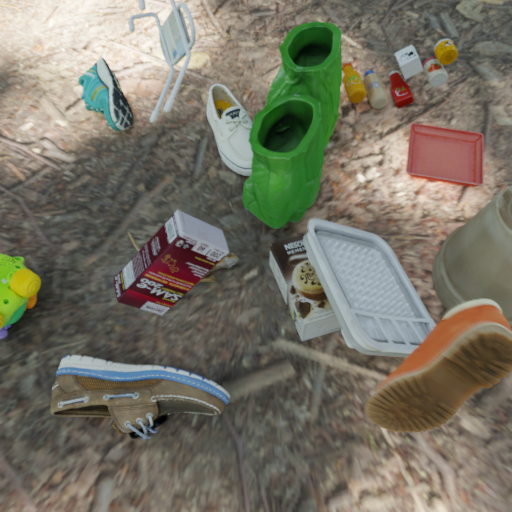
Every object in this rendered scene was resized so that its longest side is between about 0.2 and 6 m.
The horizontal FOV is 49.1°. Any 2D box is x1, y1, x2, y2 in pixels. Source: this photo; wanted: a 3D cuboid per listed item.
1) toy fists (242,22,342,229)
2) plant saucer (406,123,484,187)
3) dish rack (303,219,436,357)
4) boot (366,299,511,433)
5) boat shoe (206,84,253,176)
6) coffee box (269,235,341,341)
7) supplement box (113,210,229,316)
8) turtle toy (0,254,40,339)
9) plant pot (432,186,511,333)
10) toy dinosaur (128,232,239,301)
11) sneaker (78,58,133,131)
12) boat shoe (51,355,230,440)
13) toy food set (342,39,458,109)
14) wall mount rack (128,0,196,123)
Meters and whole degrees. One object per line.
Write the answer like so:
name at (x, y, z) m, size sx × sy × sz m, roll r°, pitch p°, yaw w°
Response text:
toy fists at (0.741, -2.455, 10.777) m, size 1.458 × 2.162 × 4.241 m, roll 7°, pitch 55°, yaw 14°
plant saucer at (3.896, -2.050, 11.611) m, size 1.524 × 0.280 × 1.522 m, roll 10°, pitch 56°, yaw 8°
dish rack at (1.810, 0.605, 9.113) m, size 2.169 × 0.550 × 2.528 m, roll 10°, pitch 46°, yaw -38°
boot at (2.154, 1.306, 6.646) m, size 0.755 × 2.013 × 1.079 m, roll 43°, pitch 29°, yaw -7°
boat shoe at (-0.466, -2.710, 11.726) m, size 0.849 × 0.836 × 2.395 m, roll -16°, pitch 56°, yaw -11°
coffee box at (0.929, 0.490, 9.583) m, size 0.940 × 0.664 × 1.664 m, roll -16°, pitch 56°, yaw -11°
supplement box at (-1.138, 0.133, 7.370) m, size 0.790 × 1.452 × 0.442 m, roll 23°, pitch 34°, yaw -40°
turtle toy at (-4.518, 0.852, 9.060) m, size 1.586 × 1.100 × 2.177 m, roll 26°, pitch 60°, yaw 17°
plant pot at (4.279, -0.078, 9.200) m, size 2.274 × 1.973 × 2.274 m, roll 1°, pitch 54°, yaw -1°
toy dinosaur at (-1.365, 0.215, 9.944) m, size 2.059 × 0.622 × 1.094 m, roll 7°, pitch 33°, yaw -3°
sneaker at (-3.365, -3.442, 12.408) m, size 0.897 × 0.873 × 2.252 m, roll -30°, pitch 53°, yaw 2°
boat shoe at (-1.745, 2.192, 8.302) m, size 2.704 × 0.977 × 0.979 m, roll 4°, pitch 59°, yaw 15°
toy food set at (3.170, -4.118, 12.432) m, size 2.396 × 1.144 × 1.078 m, roll -23°, pitch 53°, yaw 20°
wall mount rack at (-1.375, -2.916, 8.295) m, size 0.696 × 1.867 × 1.622 m, roll -19°, pitch 101°, yaw -18°
